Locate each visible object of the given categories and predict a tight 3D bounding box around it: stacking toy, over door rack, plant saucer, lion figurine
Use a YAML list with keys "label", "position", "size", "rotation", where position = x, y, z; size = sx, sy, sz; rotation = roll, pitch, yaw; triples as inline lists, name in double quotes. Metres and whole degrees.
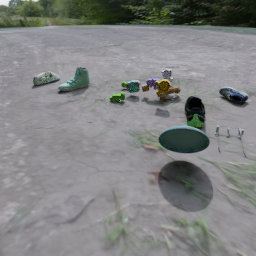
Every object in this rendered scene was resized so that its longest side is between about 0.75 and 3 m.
- label: "stacking toy"
  position: [0.720, -2.074, 13.377]
  size: [2.889, 0.679, 2.178]
  rotation: [-7, 22, 19]
- label: "over door rack"
  position: [3.412, 0.134, 9.513]
  size: [0.847, 0.382, 1.146]
  rotation: [8, 6, 16]
- label: "plant saucer"
  position: [1.566, 0.315, 7.870]
  size: [1.408, 1.408, 0.193]
  rotation: [5, 58, 10]
- label: "lion figurine"
  position: [2.003, -1.741, 13.238]
  size: [1.529, 0.554, 0.936]
  rotation: [-22, 15, -17]

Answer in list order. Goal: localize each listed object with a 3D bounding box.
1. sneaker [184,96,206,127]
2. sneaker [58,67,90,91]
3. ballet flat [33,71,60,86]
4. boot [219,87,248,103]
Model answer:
- label: "sneaker"
  position: [2.678, -0.826, 10.971]
  size: [0.874, 0.954, 2.277]
  rotation: [2, 26, 5]
- label: "sneaker"
  position: [-2.847, -2.598, 14.528]
  size: [1.888, 1.114, 0.695]
  rotation: [-24, 36, -39]
- label: "ballet flat"
  position: [-4.508, -2.839, 15.655]
  size: [0.655, 0.655, 1.825]
  rotation: [16, 29, 30]
- label: "boot"
  position: [4.794, -1.549, 12.997]
  size: [1.418, 0.516, 0.640]
  rotation: [23, 28, 38]
